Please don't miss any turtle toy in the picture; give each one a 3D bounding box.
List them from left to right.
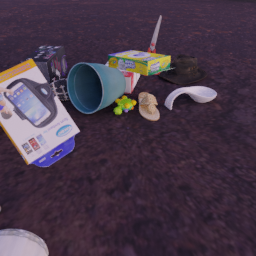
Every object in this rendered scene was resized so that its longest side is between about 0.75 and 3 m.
[{"bbox_3d":[-0.196,-0.983,12.612,1.095,0.553,0.798,-29,44,-35],"label":"turtle toy"}]

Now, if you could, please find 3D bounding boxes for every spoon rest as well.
[{"bbox_3d":[3.010,-1.563,13.270,2.643,0.801,1.313,-16,37,-21],"label":"spoon rest"}]

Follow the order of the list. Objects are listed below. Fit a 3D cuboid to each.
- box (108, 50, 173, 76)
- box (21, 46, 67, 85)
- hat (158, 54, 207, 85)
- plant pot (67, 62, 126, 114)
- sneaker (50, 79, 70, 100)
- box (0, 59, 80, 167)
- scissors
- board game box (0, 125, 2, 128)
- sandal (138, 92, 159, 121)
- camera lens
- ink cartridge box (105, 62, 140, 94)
[{"bbox_3d":[0.448,-2.167,9.249,2.051,0.496,1.203,23,34,37],"label":"box"},{"bbox_3d":[-4.389,-3.247,15.010,1.400,1.614,2.640,3,33,7],"label":"box"},{"bbox_3d":[3.141,-3.543,15.890,2.899,1.170,2.899,1,35,0],"label":"hat"},{"bbox_3d":[-1.275,-1.933,12.800,2.205,2.205,2.072,23,27,31],"label":"plant pot"},{"bbox_3d":[-2.824,-2.059,14.099,2.703,1.048,1.077,-21,20,-35],"label":"sneaker"},{"bbox_3d":[-2.692,-0.338,7.942,1.704,2.862,0.594,-35,2,-24],"label":"box"},{"bbox_3d":[1.002,-3.619,12.602,1.039,2.841,0.198,11,40,19],"label":"scissors"},{"bbox_3d":[-5.308,-0.807,11.975,1.533,0.392,2.263,16,27,4],"label":"board game box"},{"bbox_3d":[0.886,-1.255,12.820,0.858,0.769,2.339,-4,34,-6],"label":"sandal"},{"bbox_3d":[-2.492,3.116,5.759,1.399,1.399,1.749,0,34,0],"label":"camera lens"},{"bbox_3d":[-0.408,-2.840,14.950,1.743,1.011,2.416,8,35,11],"label":"ink cartridge box"}]
